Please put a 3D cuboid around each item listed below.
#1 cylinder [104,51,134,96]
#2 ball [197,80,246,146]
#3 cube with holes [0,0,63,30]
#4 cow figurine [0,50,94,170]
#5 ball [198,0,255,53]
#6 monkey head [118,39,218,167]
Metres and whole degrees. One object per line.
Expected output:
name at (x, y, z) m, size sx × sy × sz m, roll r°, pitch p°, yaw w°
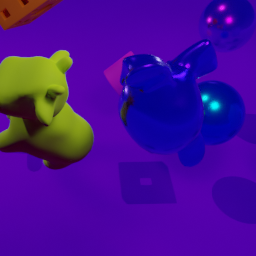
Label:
cylinder at (-0.015, -1.173, 6.258) m, size 0.769 × 0.769 × 0.769 m, roll -35°, pitch 48°, yaw 9°
ball at (1.434, -0.260, 4.870) m, size 1.133 × 1.133 × 1.133 m, roll 0°, pitch 45°, yaw 0°
cube with holes at (-1.557, -2.185, 4.104) m, size 0.979 × 0.979 × 0.979 m, roll -27°, pitch 21°, yaw 15°
cow figurine at (-0.640, -0.077, 2.369) m, size 1.150 × 1.168 × 0.641 m, roll -18°, pitch 53°, yaw 36°
ball at (2.128, -2.239, 6.049) m, size 1.182 × 1.182 × 1.182 m, roll 0°, pitch 45°, yaw 0°
monkey head at (0.411, -0.257, 2.394) m, size 0.998 × 1.387 × 0.836 m, roll -29°, pitch 48°, yaw 10°
